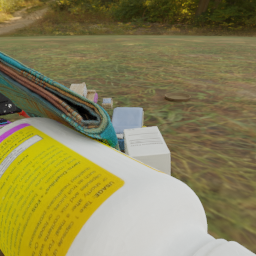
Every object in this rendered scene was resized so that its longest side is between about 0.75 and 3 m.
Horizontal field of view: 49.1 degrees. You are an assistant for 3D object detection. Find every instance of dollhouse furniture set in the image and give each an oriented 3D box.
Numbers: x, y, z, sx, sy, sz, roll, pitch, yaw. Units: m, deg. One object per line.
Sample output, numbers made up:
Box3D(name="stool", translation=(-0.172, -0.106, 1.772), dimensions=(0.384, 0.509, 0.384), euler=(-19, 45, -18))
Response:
Box3D(name="dollhouse furniture set", translation=(-0.331, -0.470, 6.137), dimensions=(1.679, 1.096, 1.585), euler=(1, 47, 8))

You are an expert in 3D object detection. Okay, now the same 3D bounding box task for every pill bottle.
Box3D(name="pill bottle", translation=(-0.333, 0.946, 2.723), dimensions=(1.527, 1.527, 2.928), euler=(-19, 28, -39))

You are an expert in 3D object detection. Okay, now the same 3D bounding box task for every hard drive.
Box3D(name="hard drive", translation=(-2.905, -0.693, 5.992), dimensions=(1.330, 0.929, 0.252), euler=(-9, -7, 16))

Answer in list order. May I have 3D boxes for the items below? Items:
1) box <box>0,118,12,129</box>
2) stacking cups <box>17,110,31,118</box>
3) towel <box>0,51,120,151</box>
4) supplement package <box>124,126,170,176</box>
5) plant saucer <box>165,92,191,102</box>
Box3D(name="box", translation=(-3.112, 0.177, 5.799), dimensions=(1.477, 0.373, 2.066), euler=(-14, 14, -32))
Box3D(name="stacking cups", translation=(-3.177, -0.962, 6.949), dimensions=(2.440, 0.738, 0.738), euler=(30, 15, -17))
Box3D(name="towel", translation=(-1.070, -0.167, 4.152), dimensions=(2.132, 0.315, 2.908), euler=(29, -12, 8))
Box3D(name="supplement package", translation=(0.307, 0.502, 4.913), dimensions=(0.664, 0.673, 1.109), euler=(-5, 23, -4))
Box3D(name="plant saucer", translation=(1.723, -1.073, 9.728), dimensions=(0.892, 0.131, 0.892), euler=(0, 22, 0))
